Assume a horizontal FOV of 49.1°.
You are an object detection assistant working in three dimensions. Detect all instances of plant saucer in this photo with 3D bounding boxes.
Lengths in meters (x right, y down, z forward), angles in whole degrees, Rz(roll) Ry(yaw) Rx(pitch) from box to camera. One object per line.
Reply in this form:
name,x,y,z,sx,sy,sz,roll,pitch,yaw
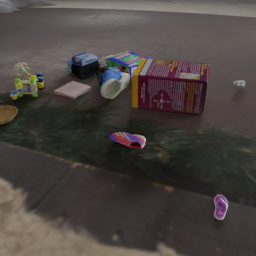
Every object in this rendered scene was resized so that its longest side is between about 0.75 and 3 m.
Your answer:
plant saucer,-5.016,-0.477,10.970,1.373,0.243,1.373,0,33,0

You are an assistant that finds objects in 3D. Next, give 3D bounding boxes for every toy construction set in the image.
toy construction set,-4.656,-2.158,13.009,1.477,1.038,2.252,-9,45,-13

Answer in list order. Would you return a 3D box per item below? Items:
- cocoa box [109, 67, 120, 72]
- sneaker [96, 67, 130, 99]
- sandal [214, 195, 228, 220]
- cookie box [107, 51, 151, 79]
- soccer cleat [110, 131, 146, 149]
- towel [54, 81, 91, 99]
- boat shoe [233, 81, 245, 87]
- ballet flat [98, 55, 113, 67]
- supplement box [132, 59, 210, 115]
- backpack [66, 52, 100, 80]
cocoa box,-0.871,-2.748,14.243,0.821,0.548,0.539,-8,33,-12
sneaker,-0.994,-2.110,12.839,1.365,0.942,2.453,18,33,17
sandal,2.386,1.982,7.150,0.344,0.208,0.846,9,34,14
cookie box,0.072,-3.455,15.173,1.661,0.730,1.942,-28,41,-34
soccer cleat,-0.044,0.422,9.434,1.247,0.425,0.456,9,39,10
towel,-2.563,-1.773,13.045,1.234,0.208,1.292,20,38,27
boat shoe,5.307,-2.128,13.370,0.814,0.293,0.267,-12,22,-40
ballet flat,-1.260,-3.763,15.912,1.529,0.578,0.489,-31,68,-34
supplement box,1.798,-1.794,11.808,2.979,1.538,1.950,8,34,13
backpack,-2.473,-3.357,14.735,1.601,1.077,1.461,26,41,36
